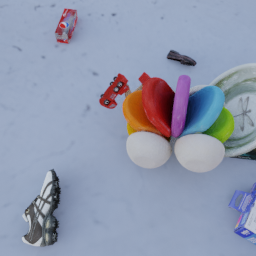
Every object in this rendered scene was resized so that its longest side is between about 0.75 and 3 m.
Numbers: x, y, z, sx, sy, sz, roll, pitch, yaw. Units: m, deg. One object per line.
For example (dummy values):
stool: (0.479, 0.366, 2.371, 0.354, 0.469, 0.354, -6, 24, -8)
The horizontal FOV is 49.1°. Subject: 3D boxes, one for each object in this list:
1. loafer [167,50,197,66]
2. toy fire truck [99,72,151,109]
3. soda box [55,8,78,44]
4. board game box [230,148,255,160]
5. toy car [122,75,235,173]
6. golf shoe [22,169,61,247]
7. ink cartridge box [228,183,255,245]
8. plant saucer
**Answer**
loafer: (1.751, -2.233, 9.237, 1.040, 0.374, 0.328, 33, 84, 24)
toy fire truck: (-0.066, -1.043, 7.785, 1.372, 0.968, 0.334, -51, 46, 19)
soda box: (-2.183, -3.647, 9.978, 0.475, 0.430, 1.357, 8, 59, 3)
board game box: (3.571, 0.396, 7.711, 1.544, 0.217, 1.044, 7, 60, 4)
toy car: (1.162, -0.362, 6.824, 2.731, 2.048, 2.390, 2, 50, 19)
golf shoe: (-2.050, 1.820, 6.595, 0.855, 0.704, 1.810, -2, 58, -1)
ink cartridge box: (3.413, 2.089, 6.365, 2.078, 0.793, 1.418, 30, 64, 15)
plant saucer: (2.870, -0.387, 7.287, 0.667, 2.658, 2.658, 31, 54, -31)
